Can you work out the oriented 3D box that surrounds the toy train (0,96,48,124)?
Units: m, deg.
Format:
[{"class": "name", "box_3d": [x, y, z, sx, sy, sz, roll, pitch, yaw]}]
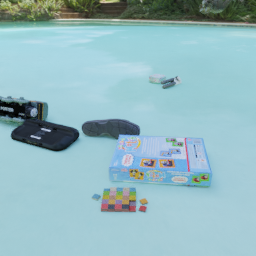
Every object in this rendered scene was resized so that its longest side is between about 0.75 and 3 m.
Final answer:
[{"class": "toy train", "box_3d": [-4.049, -0.708, 10.272, 2.270, 0.968, 1.294, 9, 8, 25]}]

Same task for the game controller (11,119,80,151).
[{"class": "game controller", "box_3d": [-2.679, 0.201, 8.990, 2.204, 0.464, 1.150, 12, 42, 24]}]

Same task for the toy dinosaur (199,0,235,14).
[{"class": "toy dinosaur", "box_3d": [3.087, -4.431, 10.001, 1.565, 0.800, 0.602, -5, 9, -27]}]

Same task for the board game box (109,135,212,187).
[{"class": "board game box", "box_3d": [0.853, 0.793, 7.528, 2.463, 0.451, 1.863, 3, 25, 7]}]

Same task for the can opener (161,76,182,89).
[{"class": "can opener", "box_3d": [2.230, -2.346, 14.508, 1.599, 0.421, 0.532, -24, -1, -44]}]

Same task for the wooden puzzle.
[{"class": "wooden puzzle", "box_3d": [-0.186, 1.584, 6.260, 1.274, 0.090, 0.756, 1, 25, 1]}]

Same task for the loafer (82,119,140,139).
[{"class": "loafer", "box_3d": [-0.517, -0.052, 9.142, 1.952, 0.702, 0.615, 3, 21, 13]}]

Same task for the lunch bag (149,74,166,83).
[{"class": "lunch bag", "box_3d": [1.604, -2.652, 15.088, 0.741, 0.356, 0.924, 22, 33, 34]}]
